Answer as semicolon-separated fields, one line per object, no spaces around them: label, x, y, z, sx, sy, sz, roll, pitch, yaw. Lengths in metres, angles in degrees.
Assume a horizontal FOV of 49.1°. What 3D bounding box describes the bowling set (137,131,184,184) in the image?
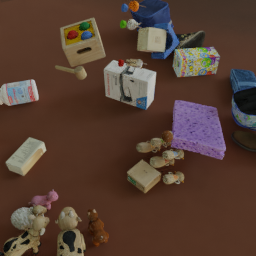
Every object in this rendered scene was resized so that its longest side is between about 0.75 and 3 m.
bowling set;1.243;0.692;8.451;0.981;1.272;1.827;-1;42;-43

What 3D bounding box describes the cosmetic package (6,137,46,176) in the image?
cosmetic package;-3.215;0.890;8.901;0.616;0.417;1.172;18;47;18

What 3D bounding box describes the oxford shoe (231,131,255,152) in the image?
oxford shoe;4.430;0.377;9.145;1.995;0.842;0.725;15;48;17

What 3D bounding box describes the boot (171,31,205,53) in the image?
boot;2.474;-4.344;13.897;2.031;0.987;2.697;24;45;29

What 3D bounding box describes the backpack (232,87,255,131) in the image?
backpack;4.553;-0.647;9.868;1.673;1.230;1.531;-7;47;3

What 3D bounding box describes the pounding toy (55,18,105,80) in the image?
pounding toy;-1.527;-2.286;8.206;1.562;0.814;1.779;-17;53;1

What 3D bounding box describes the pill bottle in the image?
pill bottle;-4.353;-1.349;10.896;1.555;0.845;0.845;-13;46;-12

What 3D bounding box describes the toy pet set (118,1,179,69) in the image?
toy pet set;0.663;-3.059;9.394;1.138;2.143;2.001;-3;14;-30

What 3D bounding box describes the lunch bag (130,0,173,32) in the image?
lunch bag;1.231;-5.770;14.923;1.550;1.510;2.282;-32;43;-7

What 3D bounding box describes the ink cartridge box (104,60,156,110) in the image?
ink cartridge box;0.054;-1.673;10.864;1.859;1.344;0.783;20;48;20

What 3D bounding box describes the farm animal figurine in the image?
farm animal figurine;-1.816;2.432;6.727;2.458;1.236;1.985;17;47;17

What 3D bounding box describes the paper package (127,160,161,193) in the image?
paper package;0.465;1.444;8.352;0.764;0.395;0.728;35;54;30

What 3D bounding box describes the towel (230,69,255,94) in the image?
towel;4.861;-1.736;11.556;1.106;0.481;1.981;5;44;4

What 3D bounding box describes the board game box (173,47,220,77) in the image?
board game box;3.003;-2.943;12.476;1.768;0.927;0.911;-5;45;-5

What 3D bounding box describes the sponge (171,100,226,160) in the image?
sponge;2.275;-0.072;9.335;1.569;0.420;2.813;13;31;4
